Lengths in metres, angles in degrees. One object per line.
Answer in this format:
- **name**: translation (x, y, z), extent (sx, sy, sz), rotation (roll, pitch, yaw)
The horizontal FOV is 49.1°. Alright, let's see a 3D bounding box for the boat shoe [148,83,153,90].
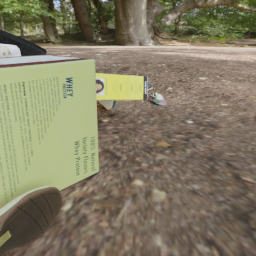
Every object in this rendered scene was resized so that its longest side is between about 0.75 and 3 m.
- **boat shoe**: translation (0.242, -1.850, 11.951), extent (1.713, 0.537, 0.622), rotation (-5, 20, -13)

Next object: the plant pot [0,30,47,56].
- **plant pot**: translation (-4.770, -2.588, 11.460), extent (2.260, 2.548, 2.541), rotation (0, 15, -38)

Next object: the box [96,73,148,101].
- **box**: translation (-0.830, -1.034, 7.107), extent (2.703, 0.677, 1.017), rotation (-5, 9, -35)

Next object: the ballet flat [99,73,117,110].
- **ballet flat**: translation (-0.834, -1.316, 9.567), extent (0.881, 0.881, 2.537), rotation (-1, 26, -3)

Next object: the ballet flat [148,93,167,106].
- **ballet flat**: translation (1.028, -1.061, 9.974), extent (0.354, 0.365, 1.025), rotation (-8, 21, -23)

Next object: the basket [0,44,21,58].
- **basket**: translation (-3.389, -0.450, 5.522), extent (2.265, 2.245, 1.822), rotation (7, 25, 17)

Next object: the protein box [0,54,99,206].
- **protein box**: translation (-1.714, -0.044, 4.492), extent (1.403, 2.065, 2.080), rotation (16, 25, 39)

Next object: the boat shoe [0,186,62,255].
- **boat shoe**: translation (-1.545, 1.186, 3.332), extent (0.651, 0.612, 1.709), rotation (-2, 16, 32)
